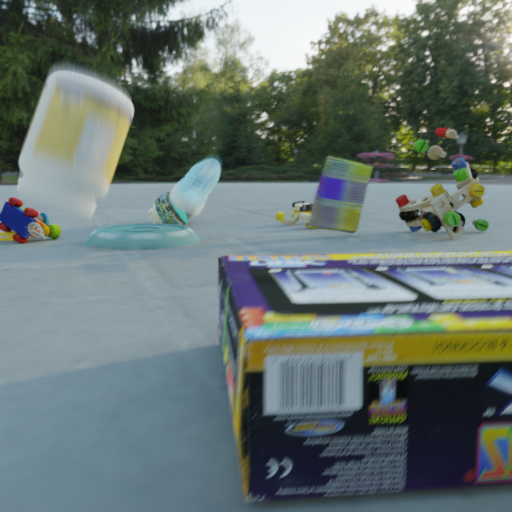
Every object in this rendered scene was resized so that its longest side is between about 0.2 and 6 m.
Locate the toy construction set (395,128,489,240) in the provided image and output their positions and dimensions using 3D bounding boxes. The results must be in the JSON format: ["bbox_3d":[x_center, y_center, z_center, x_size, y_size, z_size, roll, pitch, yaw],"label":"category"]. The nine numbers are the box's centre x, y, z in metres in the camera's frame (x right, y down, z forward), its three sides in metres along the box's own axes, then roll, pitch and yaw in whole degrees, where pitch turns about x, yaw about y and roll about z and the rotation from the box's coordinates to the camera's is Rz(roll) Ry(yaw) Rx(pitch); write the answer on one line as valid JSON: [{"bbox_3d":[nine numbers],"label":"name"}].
[{"bbox_3d":[4.209,-1.488,12.152,2.044,2.451,1.883,-8,14,0],"label":"toy construction set"}]

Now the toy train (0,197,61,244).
[{"bbox_3d":[-4.401,-0.539,11.439,1.694,0.717,0.980,28,6,32],"label":"toy train"}]

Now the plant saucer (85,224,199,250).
[{"bbox_3d":[-2.301,-0.420,11.383,2.285,0.313,2.285,-1,9,0],"label":"plant saucer"}]

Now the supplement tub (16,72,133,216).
[{"bbox_3d":[-2.493,-1.506,7.693,1.217,1.673,1.217,17,-4,1],"label":"supplement tub"}]

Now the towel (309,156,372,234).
[{"bbox_3d":[1.843,-1.273,12.140,1.129,1.572,0.179,9,14,-15],"label":"towel"}]

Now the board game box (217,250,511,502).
[{"bbox_3d":[1.270,0.534,3.818,3.004,0.852,2.483,-1,7,-6],"label":"board game box"}]

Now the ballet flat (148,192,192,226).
[{"bbox_3d":[-2.205,-1.089,14.215,1.055,1.055,2.842,0,7,3],"label":"ballet flat"}]

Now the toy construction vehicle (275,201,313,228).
[{"bbox_3d":[1.453,-0.945,14.280,1.367,0.553,1.570,22,24,38],"label":"toy construction vehicle"}]

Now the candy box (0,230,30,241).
[{"bbox_3d":[-5.617,-0.464,11.918,1.590,0.210,0.813,0,13,-3],"label":"candy box"}]

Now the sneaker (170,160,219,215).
[{"bbox_3d":[-1.161,-1.491,11.199,0.720,0.798,1.949,29,25,-11],"label":"sneaker"}]
